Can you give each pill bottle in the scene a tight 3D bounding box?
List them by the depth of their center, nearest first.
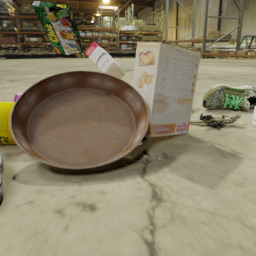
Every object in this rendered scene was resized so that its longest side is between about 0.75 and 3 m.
[{"bbox_3d":[-2.723,-0.125,6.819,1.975,1.030,1.030,0,17,1],"label":"pill bottle"}]

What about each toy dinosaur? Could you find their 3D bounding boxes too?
[{"bbox_3d":[2.420,-0.225,8.246,1.794,0.426,0.791,3,3,10],"label":"toy dinosaur"}]

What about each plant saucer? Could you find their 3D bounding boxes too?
[{"bbox_3d":[-1.006,-0.202,6.135,2.914,0.502,2.914,2,49,-2],"label":"plant saucer"}]

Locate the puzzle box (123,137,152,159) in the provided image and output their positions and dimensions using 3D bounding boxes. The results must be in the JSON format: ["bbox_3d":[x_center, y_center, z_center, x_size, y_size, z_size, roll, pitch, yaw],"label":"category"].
[{"bbox_3d":[-0.379,0.331,6.727,1.640,0.209,1.091,9,19,27],"label":"puzzle box"}]

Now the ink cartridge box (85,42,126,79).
[{"bbox_3d":[-0.713,-2.092,8.991,1.179,0.497,0.853,49,13,27],"label":"ink cartridge box"}]

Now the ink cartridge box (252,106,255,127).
[{"bbox_3d":[4.430,-0.243,7.979,1.366,0.576,0.989,0,17,0],"label":"ink cartridge box"}]

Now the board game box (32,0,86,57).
[{"bbox_3d":[-2.408,-3.514,10.220,1.305,0.292,2.491,13,-21,11],"label":"board game box"}]

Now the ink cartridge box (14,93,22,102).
[{"bbox_3d":[-2.624,-0.961,10.305,2.901,0.640,2.955,10,18,28],"label":"ink cartridge box"}]

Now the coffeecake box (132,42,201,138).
[{"bbox_3d":[0.928,-0.927,7.121,1.662,2.166,0.791,-3,15,-44],"label":"coffeecake box"}]

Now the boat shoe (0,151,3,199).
[{"bbox_3d":[-2.551,0.675,4.739,0.773,0.702,2.103,-7,18,-21],"label":"boat shoe"}]

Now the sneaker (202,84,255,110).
[{"bbox_3d":[3.923,-1.037,10.221,2.474,0.951,1.096,-8,28,-16],"label":"sneaker"}]
